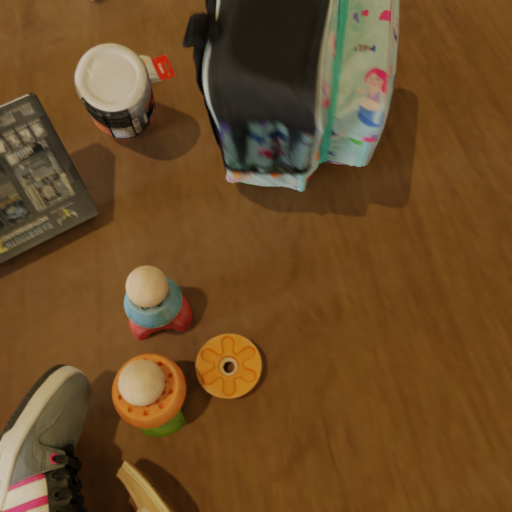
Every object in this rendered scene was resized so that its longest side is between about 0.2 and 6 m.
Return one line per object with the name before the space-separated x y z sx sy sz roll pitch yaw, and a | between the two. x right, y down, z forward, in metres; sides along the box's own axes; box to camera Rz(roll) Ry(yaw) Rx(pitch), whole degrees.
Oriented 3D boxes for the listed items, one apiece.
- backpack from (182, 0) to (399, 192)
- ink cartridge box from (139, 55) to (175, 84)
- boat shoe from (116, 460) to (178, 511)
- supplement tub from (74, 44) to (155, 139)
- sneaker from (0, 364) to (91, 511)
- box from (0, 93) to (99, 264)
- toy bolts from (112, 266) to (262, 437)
backpack | 0.521 -2.599 8.015 2.741 3.640 3.232 8 77 -2
ink cartridge box | -1.978 -3.510 10.473 0.772 0.194 0.626 -21 65 -7
boat shoe | -1.187 3.278 6.674 0.623 0.664 1.802 -40 65 -15
supplement tub | -2.190 -2.526 8.954 1.091 1.780 1.091 0 87 -7
sneaker | -2.059 3.078 6.309 2.058 1.425 3.409 12 71 12
box | -3.910 -0.945 8.177 2.531 1.996 0.646 -30 27 -13
toy bolts | -1.022 1.070 7.373 1.966 1.428 2.059 -17 64 -7
